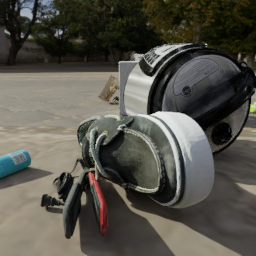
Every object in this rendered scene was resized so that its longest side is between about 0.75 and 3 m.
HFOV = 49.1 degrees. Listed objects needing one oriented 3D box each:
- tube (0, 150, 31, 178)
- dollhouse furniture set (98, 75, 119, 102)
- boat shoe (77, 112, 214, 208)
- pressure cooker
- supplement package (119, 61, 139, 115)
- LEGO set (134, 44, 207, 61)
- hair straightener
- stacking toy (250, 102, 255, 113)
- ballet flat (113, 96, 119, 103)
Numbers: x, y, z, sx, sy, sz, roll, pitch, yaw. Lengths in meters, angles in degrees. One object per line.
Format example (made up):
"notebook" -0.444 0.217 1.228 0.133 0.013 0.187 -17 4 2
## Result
"tube" -1.895 0.587 3.954 0.419 0.273 1.082 28 27 26
"dollhouse furniture set" 0.020 -1.067 11.081 2.091 1.021 1.783 35 10 14
"boat shoe" -0.077 0.344 3.583 1.029 1.046 2.901 -4 3 -18
"pressure cooker" 1.079 -0.492 5.023 1.927 1.897 2.157 14 9 -21
"supplement package" 1.268 -1.217 8.618 2.792 1.632 1.638 5 14 20
"LEGO set" 1.716 -2.122 9.884 2.712 0.666 2.026 8 -18 14
"hair straightener" -0.670 0.685 3.271 0.697 0.371 1.812 -2 13 -10
"stacking toy" 5.003 -0.908 8.879 1.964 0.916 2.169 -1 13 -4
"ballet flat" -0.443 -1.130 11.348 0.304 0.274 0.808 -28 26 -23
